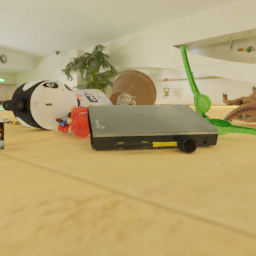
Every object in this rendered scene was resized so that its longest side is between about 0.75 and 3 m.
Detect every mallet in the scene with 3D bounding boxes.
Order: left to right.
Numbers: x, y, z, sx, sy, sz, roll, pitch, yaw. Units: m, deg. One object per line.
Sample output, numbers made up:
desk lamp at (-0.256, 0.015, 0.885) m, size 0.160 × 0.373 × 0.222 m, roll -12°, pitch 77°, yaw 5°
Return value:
mallet at (0.452, 0.270, 4.727) m, size 1.360 × 0.280 × 0.448 m, roll 0°, pitch 4°, yaw -1°

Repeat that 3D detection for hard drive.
hard drive at (0.372, -0.069, 5.641) m, size 2.310 × 0.380 × 1.612 m, roll -2°, pitch 22°, yaw -11°

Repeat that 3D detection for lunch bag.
lunch bag at (-1.707, -0.783, 10.305) m, size 1.741 × 1.305 × 2.053 m, roll -7°, pitch 16°, yaw -43°

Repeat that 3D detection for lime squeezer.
lime squeezer at (1.931, -0.483, 6.237) m, size 0.558 × 2.960 × 1.045 m, roll -32°, pitch -18°, yaw -35°

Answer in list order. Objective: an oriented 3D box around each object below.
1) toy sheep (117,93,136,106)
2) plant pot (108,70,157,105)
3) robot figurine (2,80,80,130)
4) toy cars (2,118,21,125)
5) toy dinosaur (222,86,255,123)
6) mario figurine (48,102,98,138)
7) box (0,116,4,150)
toy sheep at (-0.055, -0.841, 9.765) m, size 0.738 × 1.071 × 0.738 m, roll -5°, pitch 48°, yaw 6°
plant pot at (0.011, -1.511, 13.945) m, size 2.400 × 2.400 × 2.093 m, roll 2°, pitch 23°, yaw 22°
robot figurine at (-2.534, -0.713, 8.342) m, size 2.339 × 1.459 × 1.757 m, roll 6°, pitch 49°, yaw 45°
toy cars at (-4.098, -0.261, 10.021) m, size 1.209 × 0.268 × 0.542 m, roll 1°, pitch 5°, yaw 11°
toy dinosaur at (4.377, -0.600, 9.183) m, size 2.923 × 1.254 × 1.981 m, roll -9°, pitch 17°, yaw -27°
mario figurine at (-1.343, -0.290, 6.883) m, size 0.861 × 1.003 × 1.624 m, roll 30°, pitch -15°, yaw -25°
box at (-3.665, -0.264, 5.334) m, size 1.961 × 0.541 × 2.872 m, roll -4°, pitch 21°, yaw -34°
